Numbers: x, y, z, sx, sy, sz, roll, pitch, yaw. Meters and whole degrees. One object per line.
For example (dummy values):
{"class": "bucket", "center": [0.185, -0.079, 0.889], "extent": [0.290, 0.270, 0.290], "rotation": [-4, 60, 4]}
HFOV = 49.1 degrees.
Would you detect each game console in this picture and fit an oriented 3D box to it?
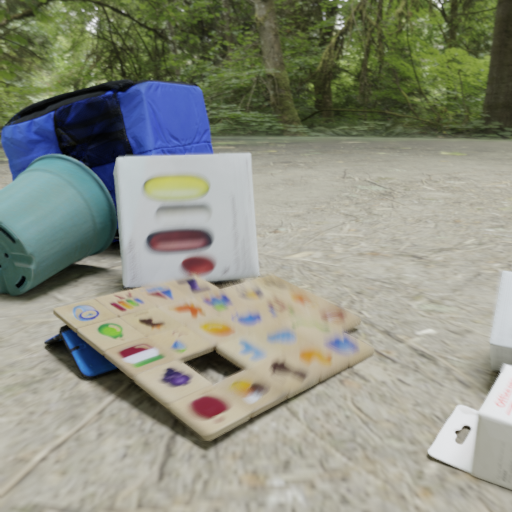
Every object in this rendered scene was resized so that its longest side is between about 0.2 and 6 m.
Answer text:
{"class": "game console", "center": [-1.659, 1.025, 6.459], "extent": [1.201, 0.710, 1.025], "rotation": [-13, 51, -38]}

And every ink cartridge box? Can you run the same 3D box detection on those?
{"class": "ink cartridge box", "center": [2.293, 1.378, 4.286], "extent": [1.681, 0.567, 0.979], "rotation": [10, 18, 33]}

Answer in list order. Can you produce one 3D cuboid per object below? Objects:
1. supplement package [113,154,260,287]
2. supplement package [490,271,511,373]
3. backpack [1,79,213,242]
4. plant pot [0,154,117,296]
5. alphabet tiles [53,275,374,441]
{"class": "supplement package", "center": [-1.082, -0.509, 8.356], "extent": [1.896, 1.813, 1.394], "rotation": [-5, 1, -15]}
{"class": "supplement package", "center": [3.131, 0.772, 5.422], "extent": [1.499, 0.821, 0.853], "rotation": [8, -25, 28]}
{"class": "backpack", "center": [-3.051, -1.812, 11.208], "extent": [3.675, 3.083, 2.986], "rotation": [-6, 7, 20]}
{"class": "plant pot", "center": [-3.440, -0.415, 8.665], "extent": [1.850, 1.850, 1.812], "rotation": [5, 29, 19]}
{"class": "alphabet tiles", "center": [-0.263, 0.798, 6.358], "extent": [2.549, 0.115, 3.049], "rotation": [25, 25, 38]}
